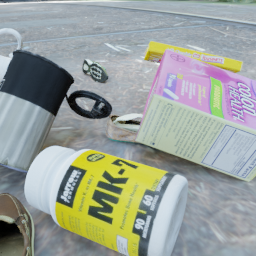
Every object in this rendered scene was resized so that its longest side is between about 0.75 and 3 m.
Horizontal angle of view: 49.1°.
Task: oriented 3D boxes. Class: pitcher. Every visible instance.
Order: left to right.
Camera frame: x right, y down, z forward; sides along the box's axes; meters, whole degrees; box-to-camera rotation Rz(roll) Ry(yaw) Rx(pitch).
[{"bbox_3d":[-5.265,-2.425,10.490,2.868,2.460,1.738,-5,28,-10],"label":"pitcher"}]

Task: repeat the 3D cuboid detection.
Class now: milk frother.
[{"bbox_3d":[-1.955,-0.095,6.908,2.624,2.468,2.368,22,-10,-3],"label":"milk frother"}]

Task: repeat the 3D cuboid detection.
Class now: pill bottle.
[{"bbox_3d":[-0.400,1.241,5.016,2.643,1.511,1.511,13,32,22],"label":"pill bottle"}]

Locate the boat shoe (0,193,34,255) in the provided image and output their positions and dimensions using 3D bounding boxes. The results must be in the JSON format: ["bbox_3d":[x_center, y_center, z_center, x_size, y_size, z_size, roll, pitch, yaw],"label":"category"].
[{"bbox_3d":[-2.018,1.762,4.727,0.874,0.876,2.367,-15,33,-25],"label":"boat shoe"}]

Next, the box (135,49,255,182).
[{"bbox_3d":[1.922,-0.449,7.011,2.885,1.395,2.538,21,38,0],"label":"box"}]

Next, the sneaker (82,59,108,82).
[{"bbox_3d":[-1.289,-2.644,12.677,0.913,0.792,2.061,-8,32,-33],"label":"sneaker"}]

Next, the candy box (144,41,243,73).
[{"bbox_3d":[2.069,-2.247,9.375,2.994,0.395,1.531,12,0,-2],"label":"candy box"}]

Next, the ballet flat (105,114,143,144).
[{"bbox_3d":[0.563,0.049,7.763,2.527,0.850,0.860,6,30,9],"label":"ballet flat"}]
